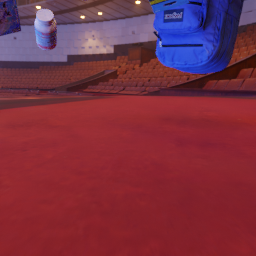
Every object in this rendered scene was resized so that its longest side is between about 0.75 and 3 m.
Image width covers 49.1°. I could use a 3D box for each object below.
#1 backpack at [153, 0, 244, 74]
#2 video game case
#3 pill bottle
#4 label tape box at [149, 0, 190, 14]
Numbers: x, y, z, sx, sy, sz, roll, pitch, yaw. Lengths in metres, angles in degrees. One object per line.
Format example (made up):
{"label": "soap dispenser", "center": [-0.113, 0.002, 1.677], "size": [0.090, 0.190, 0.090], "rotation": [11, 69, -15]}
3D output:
{"label": "backpack", "center": [1.928, -3.195, 8.538], "size": [2.385, 2.935, 2.463], "rotation": [15, 13, 43]}
{"label": "video game case", "center": [-4.050, -3.434, 8.500], "size": [1.358, 0.341, 1.499], "rotation": [-23, -21, -22]}
{"label": "pill bottle", "center": [-1.815, -2.172, 6.206], "size": [0.466, 0.466, 0.857], "rotation": [-2, -25, -14]}
{"label": "label tape box", "center": [0.724, -2.866, 5.515], "size": [0.795, 0.349, 1.102], "rotation": [-10, -21, 18]}
